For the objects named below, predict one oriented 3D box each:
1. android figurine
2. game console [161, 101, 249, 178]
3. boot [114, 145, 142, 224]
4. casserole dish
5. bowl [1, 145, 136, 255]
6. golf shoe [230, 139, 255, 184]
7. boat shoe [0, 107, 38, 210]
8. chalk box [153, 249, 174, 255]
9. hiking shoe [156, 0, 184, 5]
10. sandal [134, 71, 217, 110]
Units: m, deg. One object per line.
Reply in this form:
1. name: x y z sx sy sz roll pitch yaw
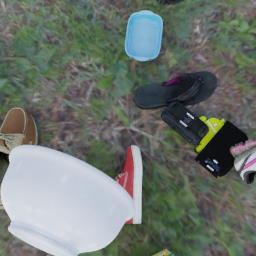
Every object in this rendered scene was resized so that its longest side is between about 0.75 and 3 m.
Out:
1. android figurine: 2.367 0.197 8.132 1.259 0.258 1.146 -29 76 -6
2. game console: 2.096 0.122 7.910 2.477 0.299 1.461 41 81 12
3. boot: -0.363 1.469 7.528 1.493 0.749 2.069 2 77 2
4. casserole dish: 0.505 -2.894 8.976 1.118 0.358 1.845 7 75 2
5. bowl: -1.194 1.471 4.802 2.492 2.492 1.120 20 56 6
6. golf shoe: 3.183 0.532 5.836 0.780 2.147 0.989 0 68 -29
7. boat shoe: -3.115 0.638 7.397 1.074 1.049 2.839 -6 62 4
8. chalk box: 0.338 3.906 6.510 2.055 1.279 1.272 -22 75 -8
9. hiking shoe: 1.599 -3.219 5.554 2.291 0.868 1.153 3 68 22
10. sandal: 1.478 -1.126 8.315 2.604 0.623 0.979 -15 74 -4
